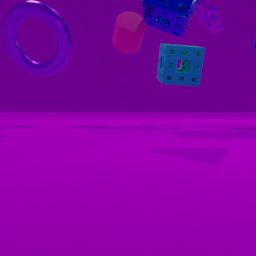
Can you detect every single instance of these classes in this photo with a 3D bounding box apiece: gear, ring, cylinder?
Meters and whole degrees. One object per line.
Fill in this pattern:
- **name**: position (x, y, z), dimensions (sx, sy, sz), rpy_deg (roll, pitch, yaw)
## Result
- **gear**: position (2.663, -3.873, 9.567), dimensions (0.274, 1.480, 1.480), rpy_deg (-41, -4, 10)
- **ring**: position (-2.579, -2.483, 7.934), dimensions (2.080, 2.080, 0.416), rpy_deg (1, 29, 13)
- **cylinder**: position (0.023, -2.926, 8.633), dimensions (0.897, 0.897, 0.897), rpy_deg (-1, -29, -14)

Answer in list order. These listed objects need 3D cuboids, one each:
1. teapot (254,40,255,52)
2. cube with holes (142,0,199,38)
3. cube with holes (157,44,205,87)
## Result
- **teapot**: position (3.971, -2.273, 7.351), dimensions (1.164, 0.917, 1.873), rpy_deg (19, -9, 19)
- **cube with holes**: position (1.286, -3.692, 8.179), dimensions (1.287, 1.287, 1.287), rpy_deg (24, -4, 8)
- **cube with holes**: position (1.329, -1.655, 7.281), dimensions (0.942, 0.942, 0.942), rpy_deg (3, 18, -4)
